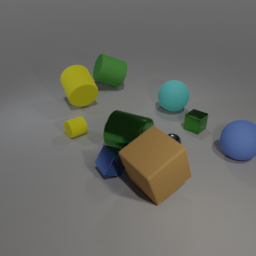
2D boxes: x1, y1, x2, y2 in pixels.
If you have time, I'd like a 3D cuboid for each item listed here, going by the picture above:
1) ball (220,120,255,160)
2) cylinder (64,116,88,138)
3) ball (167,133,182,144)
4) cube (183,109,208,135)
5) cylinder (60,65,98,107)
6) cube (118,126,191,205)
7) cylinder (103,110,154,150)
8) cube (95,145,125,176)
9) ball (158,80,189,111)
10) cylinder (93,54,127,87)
[{"bbox_3d":[3.932,0.416,9.720,1.400,1.400,1.400,0,32,0],"label":"ball"},{"bbox_3d":[-2.080,-0.036,11.138,0.700,0.700,0.700,-22,38,-33],"label":"cylinder"},{"bbox_3d":[1.596,0.541,10.211,0.700,0.700,0.700,0,32,0],"label":"ball"},{"bbox_3d":[2.789,-0.269,11.532,0.700,0.700,0.700,25,39,35],"label":"cube"},{"bbox_3d":[-2.265,-1.957,13.006,1.400,1.400,1.400,-15,55,-22],"label":"cylinder"},{"bbox_3d":[0.813,1.073,8.231,1.400,1.400,1.400,-37,45,-16],"label":"cube"},{"bbox_3d":[0.048,0.170,10.129,1.400,1.400,1.400,15,35,24],"label":"cylinder"},{"bbox_3d":[-0.517,1.068,9.066,0.700,0.700,0.700,13,22,-41],"label":"cube"},{"bbox_3d":[2.069,-1.457,12.707,1.400,1.400,1.400,0,32,0],"label":"ball"},{"bbox_3d":[-0.951,-3.013,14.702,1.400,1.400,1.400,13,26,-24],"label":"cylinder"}]
